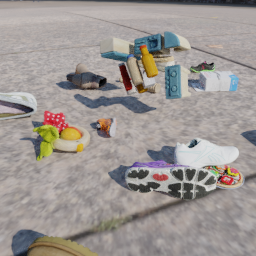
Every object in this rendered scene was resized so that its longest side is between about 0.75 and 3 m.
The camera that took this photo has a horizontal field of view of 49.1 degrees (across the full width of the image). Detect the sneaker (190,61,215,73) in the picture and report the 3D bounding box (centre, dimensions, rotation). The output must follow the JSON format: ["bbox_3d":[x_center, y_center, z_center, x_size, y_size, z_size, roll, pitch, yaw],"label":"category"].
[{"bbox_3d":[4.065,-3.378,15.330,1.428,0.598,0.548,-6,30,-11],"label":"sneaker"}]

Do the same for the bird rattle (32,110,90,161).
[{"bbox_3d":[-2.053,0.276,8.822,1.706,1.179,2.092,12,17,-1],"label":"bird rattle"}]

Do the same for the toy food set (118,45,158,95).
[{"bbox_3d":[0.294,-1.894,9.691,1.083,1.021,2.268,-17,-5,-4],"label":"toy food set"}]

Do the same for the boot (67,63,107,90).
[{"bbox_3d":[-1.849,-2.484,13.702,1.702,0.818,2.328,13,32,9],"label":"boot"}]

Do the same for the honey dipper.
[{"bbox_3d":[0.460,-2.095,13.258,2.355,0.447,0.447,19,35,36],"label":"honey dipper"}]

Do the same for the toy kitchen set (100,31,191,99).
[{"bbox_3d":[0.599,-2.122,10.097,2.864,2.294,1.687,0,3,39],"label":"toy kitchen set"}]

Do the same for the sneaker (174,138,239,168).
[{"bbox_3d":[2.208,0.657,7.791,2.019,0.809,0.710,-8,3,-18],"label":"sneaker"}]

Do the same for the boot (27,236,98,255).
[{"bbox_3d":[-1.081,3.012,3.626,2.533,0.956,2.892,12,32,20],"label":"boot"}]

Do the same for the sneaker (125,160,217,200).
[{"bbox_3d":[1.073,1.130,7.070,2.244,0.905,0.936,6,24,12],"label":"sneaker"}]

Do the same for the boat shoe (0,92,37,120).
[{"bbox_3d":[-4.866,-0.748,10.211,2.960,1.091,0.949,-2,24,-18],"label":"boat shoe"}]

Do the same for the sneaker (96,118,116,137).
[{"bbox_3d":[-0.769,-0.003,9.570,0.671,0.465,1.198,-3,19,3],"label":"sneaker"}]

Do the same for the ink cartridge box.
[{"bbox_3d":[4.057,-2.212,13.223,1.895,0.632,1.098,-2,29,-3],"label":"ink cartridge box"}]

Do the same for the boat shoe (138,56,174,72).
[{"bbox_3d":[1.449,-3.938,15.960,2.761,0.955,1.018,19,34,30],"label":"boat shoe"}]

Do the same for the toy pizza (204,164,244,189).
[{"bbox_3d":[2.565,1.245,7.535,1.078,0.171,1.078,0,29,0],"label":"toy pizza"}]
